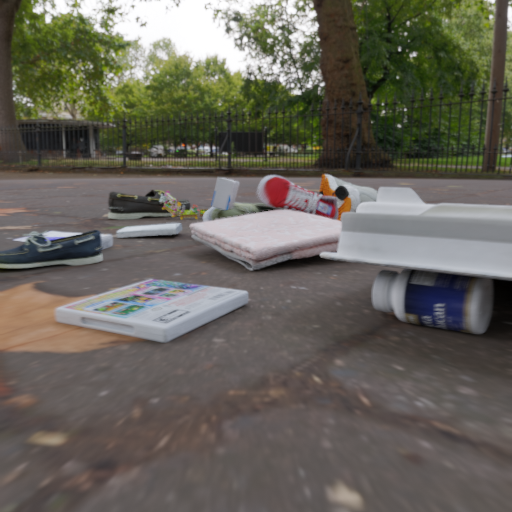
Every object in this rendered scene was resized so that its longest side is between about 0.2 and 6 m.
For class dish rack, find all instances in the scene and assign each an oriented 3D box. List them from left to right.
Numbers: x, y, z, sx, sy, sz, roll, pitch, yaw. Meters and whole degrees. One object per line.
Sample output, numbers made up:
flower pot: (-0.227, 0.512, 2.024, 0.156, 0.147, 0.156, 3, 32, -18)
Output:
dish rack: (3.153, -0.161, 6.547, 3.622, 0.919, 4.220, 8, 4, 37)

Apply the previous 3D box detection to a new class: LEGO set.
LEGO set: (-2.106, -1.465, 16.075, 1.528, 0.569, 0.703, 21, 42, 11)

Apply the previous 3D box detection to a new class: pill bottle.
pill bottle: (1.824, 0.431, 5.865, 1.117, 0.620, 0.620, 6, 12, 35)

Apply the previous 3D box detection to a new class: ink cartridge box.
ink cartridge box: (-3.627, -0.238, 10.608, 1.332, 0.289, 1.320, 4, 10, 11)
ink cartridge box: (-0.650, -1.318, 11.903, 0.365, 0.622, 0.850, 15, 8, 3)

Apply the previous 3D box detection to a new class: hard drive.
hard drive: (-2.386, -0.571, 12.621, 1.310, 0.175, 0.864, -4, 9, 2)

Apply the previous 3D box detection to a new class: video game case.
video game case: (-1.120, 0.568, 6.343, 1.486, 0.193, 1.632, 5, 12, 28)

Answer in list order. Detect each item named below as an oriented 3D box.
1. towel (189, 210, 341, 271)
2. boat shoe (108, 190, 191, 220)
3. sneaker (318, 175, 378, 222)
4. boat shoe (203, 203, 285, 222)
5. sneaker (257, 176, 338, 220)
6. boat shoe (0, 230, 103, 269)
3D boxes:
towel: (0.366, -0.371, 10.099, 2.410, 0.407, 2.524, -12, 19, -28)
boat shoe: (-3.106, -1.569, 16.724, 2.684, 0.808, 0.957, -8, 13, -38)
sneaker: (2.758, -1.559, 16.241, 1.520, 1.251, 3.304, 6, 16, -11)
boat shoe: (-0.224, -0.948, 12.800, 2.114, 0.761, 0.656, -10, -9, -39)
sneaker: (0.960, -1.122, 11.616, 1.083, 0.686, 1.925, 22, 4, 43)
boat shoe: (-3.433, -0.115, 9.087, 1.874, 0.579, 0.702, -5, 11, -25)
